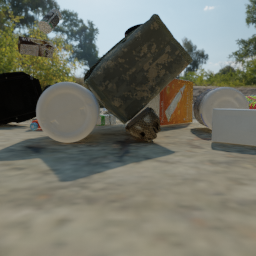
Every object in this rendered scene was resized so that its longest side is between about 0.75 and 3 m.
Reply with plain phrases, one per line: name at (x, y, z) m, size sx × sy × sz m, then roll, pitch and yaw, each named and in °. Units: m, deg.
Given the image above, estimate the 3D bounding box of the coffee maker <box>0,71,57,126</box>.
coffee maker at (-4.483, -0.991, 10.224) m, size 2.794 × 1.959 × 2.909 m, roll 11°, pitch -4°, yaw -44°

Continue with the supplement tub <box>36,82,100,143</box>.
supplement tub at (-1.191, -0.360, 6.020) m, size 1.167 × 1.167 × 1.770 m, roll 0°, pitch 4°, yaw -3°

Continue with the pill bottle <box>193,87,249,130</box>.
pill bottle at (2.509, -0.539, 7.964) m, size 1.182 × 1.182 × 2.077 m, roll 0°, pitch 6°, yaw 4°

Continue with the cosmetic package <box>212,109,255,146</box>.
cosmetic package at (2.177, -0.027, 5.171) m, size 0.477 × 0.664 × 1.177 m, roll -4°, pitch 9°, yaw -44°

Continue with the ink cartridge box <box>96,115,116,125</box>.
ink cartridge box at (-0.896, -0.293, 9.937) m, size 0.614 × 0.348 × 0.838 m, roll 4°, pitch 6°, yaw 37°

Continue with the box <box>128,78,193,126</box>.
box at (1.258, -0.954, 10.140) m, size 1.267 × 1.617 × 2.599 m, roll 4°, pitch 6°, yaw 37°

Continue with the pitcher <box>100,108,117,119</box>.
pitcher at (-0.597, -0.576, 11.512) m, size 0.997 × 0.704 × 1.162 m, roll 2°, pitch 14°, yaw 6°

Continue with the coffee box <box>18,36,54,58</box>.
coffee box at (-2.733, -2.392, 8.299) m, size 0.948 × 0.378 × 0.536 m, roll 2°, pitch 32°, yaw -29°

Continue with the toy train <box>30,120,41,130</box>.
toy train at (-1.942, -0.251, 8.459) m, size 1.421 × 0.526 × 1.891 m, roll 3°, pitch 6°, yaw 26°

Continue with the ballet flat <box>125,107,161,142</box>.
ballet flat at (0.403, -0.060, 6.380) m, size 0.864 × 0.594 × 2.564 m, roll -41°, pitch 0°, yaw 1°

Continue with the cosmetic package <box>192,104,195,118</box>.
cosmetic package at (3.861, -0.921, 15.019) m, size 1.439 × 0.732 × 0.533 m, roll -2°, pitch 7°, yaw -31°

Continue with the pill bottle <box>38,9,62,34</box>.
pill bottle at (-3.141, -4.359, 11.393) m, size 0.586 × 1.036 × 0.586 m, roll 16°, pitch -35°, yaw 12°

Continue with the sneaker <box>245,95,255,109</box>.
sneaker at (4.410, -0.577, 9.381) m, size 1.210 × 1.048 × 2.681 m, roll -8°, pitch 9°, yaw -42°

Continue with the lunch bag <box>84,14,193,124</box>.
lunch bag at (0.039, -1.528, 7.783) m, size 2.355 × 1.688 × 2.872 m, roll -43°, pitch 11°, yaw -3°

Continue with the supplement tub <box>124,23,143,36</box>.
supplement tub at (0.669, -3.310, 12.202) m, size 1.158 × 2.166 × 1.158 m, roll -13°, pitch 39°, yaw 11°
